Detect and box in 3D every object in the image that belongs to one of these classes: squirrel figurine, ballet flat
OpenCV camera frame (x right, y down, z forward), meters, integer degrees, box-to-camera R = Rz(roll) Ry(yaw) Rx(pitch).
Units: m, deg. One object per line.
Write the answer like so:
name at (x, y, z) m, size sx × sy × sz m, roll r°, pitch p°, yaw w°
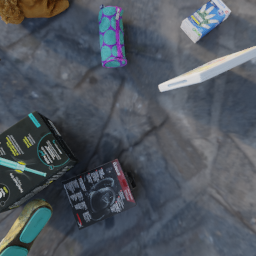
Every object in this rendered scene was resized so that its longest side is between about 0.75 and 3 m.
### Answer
squirrel figurine at (-3.326, -4.358, 8.397) m, size 2.437 × 2.275 × 1.725 m, roll -34°, pitch 82°, yaw -5°
ballet flat at (-3.007, 3.030, 7.648) m, size 0.882 × 0.882 × 2.495 m, roll 33°, pitch 80°, yaw 5°

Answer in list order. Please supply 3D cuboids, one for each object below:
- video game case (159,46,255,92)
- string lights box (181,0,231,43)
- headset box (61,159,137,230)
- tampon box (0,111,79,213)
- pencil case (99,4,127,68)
video game case at (2.264, -1.643, 7.846) m, size 2.274 × 2.069 × 0.260 m, roll -25°, pitch 99°, yaw -19°
string lights box at (2.544, -3.565, 9.206) m, size 1.456 × 0.429 × 0.748 m, roll -39°, pitch 83°, yaw -6°
headset box at (-0.731, 1.863, 8.185) m, size 1.947 × 0.752 × 1.449 m, roll -23°, pitch 82°, yaw -4°
tampon box at (-2.910, 0.959, 7.956) m, size 2.334 × 1.474 × 1.749 m, roll -35°, pitch 83°, yaw -5°
pencil case at (-0.483, -2.884, 8.880) m, size 0.807 × 0.877 × 1.897 m, roll 0°, pitch 81°, yaw -32°
